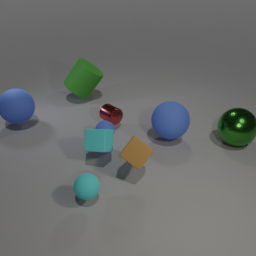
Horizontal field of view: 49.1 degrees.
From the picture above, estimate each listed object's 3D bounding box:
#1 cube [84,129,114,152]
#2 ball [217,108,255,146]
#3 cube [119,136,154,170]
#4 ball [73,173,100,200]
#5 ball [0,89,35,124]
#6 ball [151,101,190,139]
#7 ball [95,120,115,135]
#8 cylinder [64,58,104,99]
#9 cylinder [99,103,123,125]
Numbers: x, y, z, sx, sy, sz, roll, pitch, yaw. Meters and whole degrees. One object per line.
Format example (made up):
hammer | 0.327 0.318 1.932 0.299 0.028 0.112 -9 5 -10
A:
cube | -0.911 0.389 8.891 0.700 0.700 0.700 1 -1 19
ball | 3.970 -0.036 10.164 1.400 1.400 1.400 0 30 0
cube | 0.242 0.695 8.071 0.700 0.700 0.700 36 0 1
ball | -1.104 1.559 7.471 0.700 0.700 0.700 0 30 0
ball | -4.463 -0.867 11.227 1.400 1.400 1.400 0 30 0
ball | 1.554 -0.287 10.252 1.400 1.400 1.400 0 30 0
ball | -0.836 0.076 10.161 0.700 0.700 0.700 0 30 0
cylinder | -2.124 -2.371 13.445 1.400 1.400 1.400 34 19 -13
cylinder | -0.682 -0.557 11.308 0.700 0.700 0.700 -25 40 -36
